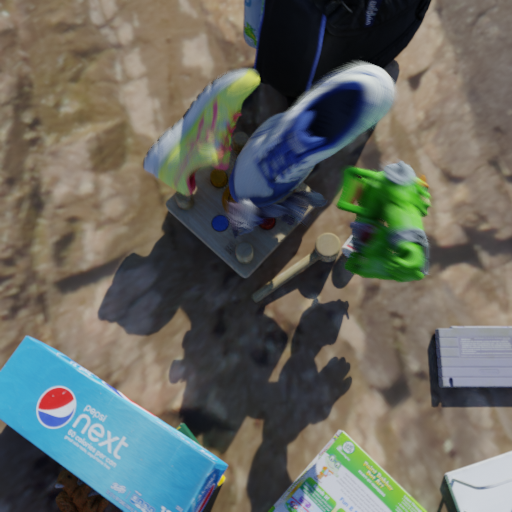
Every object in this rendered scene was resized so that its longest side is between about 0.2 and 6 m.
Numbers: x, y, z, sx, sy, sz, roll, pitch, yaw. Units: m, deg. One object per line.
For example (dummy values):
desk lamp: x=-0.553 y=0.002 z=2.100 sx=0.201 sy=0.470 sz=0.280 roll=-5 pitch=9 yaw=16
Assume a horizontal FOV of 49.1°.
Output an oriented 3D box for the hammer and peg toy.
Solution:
hammer and peg toy: x=0.038 y=-0.642 z=9.972 sx=2.885 sy=1.017 sz=2.122 roll=43 pitch=79 yaw=10

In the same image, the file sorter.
file sorter: x=4.202 y=4.297 z=8.495 sx=1.558 sy=1.398 sz=2.245 roll=-17 pitch=76 yaw=-4

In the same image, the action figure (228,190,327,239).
action figure: x=0.373 y=-0.733 z=9.111 sx=1.624 sy=1.057 sz=0.563 roll=-13 pitch=91 yaw=-2

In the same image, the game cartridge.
game cartridge: x=3.973 y=1.755 z=9.744 sx=1.627 sy=0.312 sz=1.055 roll=1 pitch=71 yaw=0

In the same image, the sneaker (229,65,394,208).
sneaker: x=0.597 y=-1.799 z=8.601 sx=3.163 sy=1.394 sz=1.190 roll=-38 pitch=91 yaw=27

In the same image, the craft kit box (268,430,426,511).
craft kit box: x=1.454 y=4.321 z=8.971 sx=2.124 sy=0.515 sz=2.098 roll=43 pitch=82 yaw=10

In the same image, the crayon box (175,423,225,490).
crayon box: x=-1.385 y=3.637 z=9.160 sx=1.341 sy=0.391 sz=1.157 roll=-38 pitch=77 yaw=-8

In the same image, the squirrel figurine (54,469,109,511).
squirrel figurine: x=-2.872 y=3.817 z=8.945 sx=0.840 sy=0.637 sz=0.900 roll=38 pitch=98 yaw=-13

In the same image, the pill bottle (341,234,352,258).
pill bottle: x=1.888 y=-0.270 z=10.201 sx=0.397 sy=0.397 sz=0.664 roll=36 pitch=77 yaw=9

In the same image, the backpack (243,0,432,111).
backpack: x=1.497 y=-4.654 z=9.969 sx=3.405 sy=3.116 sz=2.502 roll=-38 pitch=73 yaw=-18

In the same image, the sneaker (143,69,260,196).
sneaker: x=-0.698 y=-1.985 z=9.201 sx=1.099 sy=0.951 sz=2.435 roll=46 pitch=109 yaw=-1

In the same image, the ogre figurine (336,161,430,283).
ogre figurine: x=1.896 y=-0.476 z=8.420 sx=1.354 sy=2.759 sz=1.654 roll=2 pitch=91 yaw=16

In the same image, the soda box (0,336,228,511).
soda box: x=-2.342 y=2.769 z=8.693 sx=3.687 sy=1.183 sz=1.251 roll=28 pitch=74 yaw=16
